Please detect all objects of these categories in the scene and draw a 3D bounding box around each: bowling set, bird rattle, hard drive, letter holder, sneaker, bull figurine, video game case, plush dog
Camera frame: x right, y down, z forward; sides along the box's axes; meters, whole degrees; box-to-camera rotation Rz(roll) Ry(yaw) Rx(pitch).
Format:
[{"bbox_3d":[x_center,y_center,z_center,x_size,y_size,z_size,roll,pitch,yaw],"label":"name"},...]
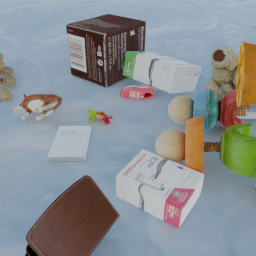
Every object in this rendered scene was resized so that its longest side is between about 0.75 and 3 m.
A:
[{"bbox_3d":[-4.680,-2.106,9.525,1.450,1.879,2.700,-13,40,-21],"label":"bowling set"},{"bbox_3d":[-0.796,-0.373,8.192,0.763,0.430,0.622,5,18,2],"label":"bird rattle"},{"bbox_3d":[-1.470,0.377,7.230,0.884,0.179,1.341,0,34,0],"label":"hard drive"},{"bbox_3d":[-0.981,1.542,4.452,0.703,0.993,1.398,-24,14,44],"label":"letter holder"},{"bbox_3d":[0.334,-1.163,9.288,1.187,0.437,0.515,-7,36,-10],"label":"sneaker"},{"bbox_3d":[-2.683,-0.645,8.069,1.663,0.542,1.010,-4,36,30],"label":"bull figurine"},{"bbox_3d":[3.670,-1.039,8.588,2.167,0.257,1.973,1,46,18],"label":"video game case"},{"bbox_3d":[3.196,-1.497,8.086,1.524,1.775,1.424,19,32,27],"label":"plush dog"}]

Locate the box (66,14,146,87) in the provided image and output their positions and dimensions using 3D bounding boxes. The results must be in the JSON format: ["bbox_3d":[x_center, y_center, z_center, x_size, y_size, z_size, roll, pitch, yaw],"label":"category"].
[{"bbox_3d":[-0.786,-3.052,10.717,1.947,1.967,2.371,24,41,31],"label":"box"}]

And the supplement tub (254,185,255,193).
[{"bbox_3d":[3.265,1.324,5.085,1.002,1.002,1.635,-24,41,-32],"label":"supplement tub"}]

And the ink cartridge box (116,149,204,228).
[{"bbox_3d":[0.623,1.162,5.671,1.473,0.610,1.079,21,39,28],"label":"ink cartridge box"}]

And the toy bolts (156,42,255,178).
[{"bbox_3d":[1.836,-0.525,6.696,2.065,2.844,2.977,2,15,16],"label":"toy bolts"}]

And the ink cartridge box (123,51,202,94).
[{"bbox_3d":[1.172,-1.985,9.763,2.199,0.927,1.606,29,28,35],"label":"ink cartridge box"}]
